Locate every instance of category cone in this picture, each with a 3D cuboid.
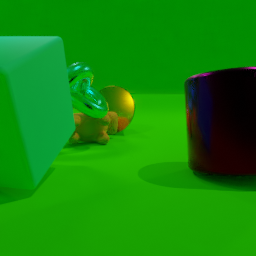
[{"bbox_3d":[-0.235,-0.389,7.925,1.303,1.303,1.307,3,-7,19],"label":"cone"}]

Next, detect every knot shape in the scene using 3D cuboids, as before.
[{"bbox_3d":[-1.191,-0.649,5.057,1.854,0.857,1.735,4,-7,-14],"label":"knot shape"}]

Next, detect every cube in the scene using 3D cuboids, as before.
[{"bbox_3d":[-1.566,-0.269,3.358,1.360,1.360,1.360,3,30,10],"label":"cube"}]

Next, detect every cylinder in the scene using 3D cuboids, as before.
[{"bbox_3d":[1.430,-0.078,3.798,1.261,1.261,1.261,-3,0,0],"label":"cylinder"}]

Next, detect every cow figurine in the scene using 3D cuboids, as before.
[{"bbox_3d":[-0.843,-0.074,6.357,1.419,0.779,1.397,-1,12,-23],"label":"cow figurine"}]
